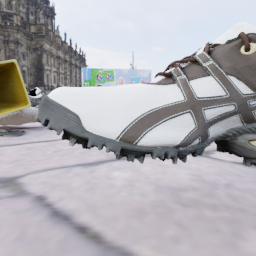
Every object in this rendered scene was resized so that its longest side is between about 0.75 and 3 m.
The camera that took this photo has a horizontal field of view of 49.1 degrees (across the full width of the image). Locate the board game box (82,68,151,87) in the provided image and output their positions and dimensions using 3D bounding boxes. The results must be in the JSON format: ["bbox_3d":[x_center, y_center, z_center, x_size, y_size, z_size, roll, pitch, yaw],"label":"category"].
[{"bbox_3d":[-0.363,-1.116,9.506,2.340,1.770,0.428,-2,7,-15],"label":"board game box"}]

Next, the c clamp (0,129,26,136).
[{"bbox_3d":[-2.697,0.111,6.373,0.697,0.111,0.816,3,4,-16],"label":"c clamp"}]

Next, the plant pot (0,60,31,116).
[{"bbox_3d":[-2.873,-0.763,5.852,1.051,1.021,1.028,-2,18,42],"label":"plant pot"}]

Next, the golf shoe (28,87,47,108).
[{"bbox_3d":[-3.388,-1.042,11.403,0.990,1.203,2.547,3,6,29],"label":"golf shoe"}]

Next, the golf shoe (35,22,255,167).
[{"bbox_3d":[0.440,-0.254,1.931,2.022,0.955,0.786,3,11,-15],"label":"golf shoe"}]

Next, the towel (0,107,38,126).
[{"bbox_3d":[-3.037,-0.280,7.336,1.849,0.319,1.225,-7,-5,22],"label":"towel"}]
